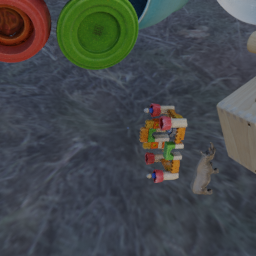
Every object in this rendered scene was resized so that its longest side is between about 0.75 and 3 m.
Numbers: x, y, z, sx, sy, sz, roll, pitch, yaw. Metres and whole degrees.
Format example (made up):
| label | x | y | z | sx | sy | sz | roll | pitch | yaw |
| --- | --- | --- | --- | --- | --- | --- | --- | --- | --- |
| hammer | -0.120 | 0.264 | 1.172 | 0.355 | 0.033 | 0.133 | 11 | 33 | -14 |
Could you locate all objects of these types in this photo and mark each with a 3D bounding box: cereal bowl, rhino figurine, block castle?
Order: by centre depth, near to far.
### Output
| label | x | y | z | sx | sy | sz | roll | pitch | yaw |
| --- | --- | --- | --- | --- | --- | --- | --- | --- | --- |
| block castle | 0.415 | 0.182 | 3.643 | 0.430 | 0.917 | 0.613 | -2 | 26 | -11 |
| rhino figurine | 1.222 | 0.654 | 4.431 | 0.397 | 0.909 | 0.272 | -2 | 19 | -33 |
| cereal bowl | 2.562 | -3.016 | 5.708 | 0.731 | 1.755 | 1.755 | -49 | 59 | -1 |

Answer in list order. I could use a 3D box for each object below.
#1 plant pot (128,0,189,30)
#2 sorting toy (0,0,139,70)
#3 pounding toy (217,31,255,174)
| label | x | y | z | sx | sy | sz | roll | pitch | yaw |
| --- | --- | --- | --- | --- | --- | --- | --- | --- | --- |
| plant pot | 0.348 | -3.461 | 6.462 | 2.342 | 2.342 | 2.201 | 36 | 42 | 29 |
| sorting toy | -1.302 | -2.065 | 4.886 | 2.898 | 1.742 | 1.190 | -3 | 44 | -21 |
| pounding toy | 2.308 | -0.493 | 4.248 | 1.697 | 1.932 | 0.884 | -34 | 36 | -10 |
